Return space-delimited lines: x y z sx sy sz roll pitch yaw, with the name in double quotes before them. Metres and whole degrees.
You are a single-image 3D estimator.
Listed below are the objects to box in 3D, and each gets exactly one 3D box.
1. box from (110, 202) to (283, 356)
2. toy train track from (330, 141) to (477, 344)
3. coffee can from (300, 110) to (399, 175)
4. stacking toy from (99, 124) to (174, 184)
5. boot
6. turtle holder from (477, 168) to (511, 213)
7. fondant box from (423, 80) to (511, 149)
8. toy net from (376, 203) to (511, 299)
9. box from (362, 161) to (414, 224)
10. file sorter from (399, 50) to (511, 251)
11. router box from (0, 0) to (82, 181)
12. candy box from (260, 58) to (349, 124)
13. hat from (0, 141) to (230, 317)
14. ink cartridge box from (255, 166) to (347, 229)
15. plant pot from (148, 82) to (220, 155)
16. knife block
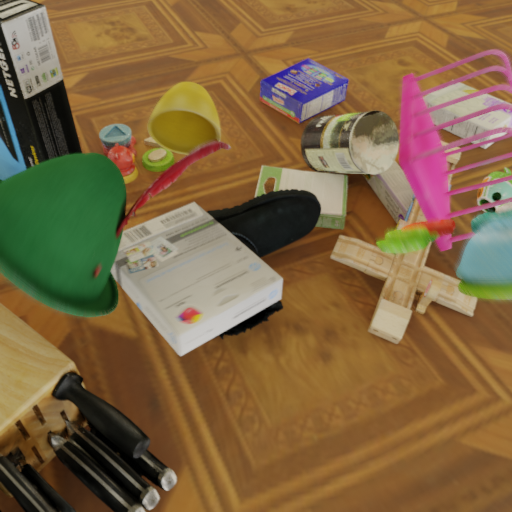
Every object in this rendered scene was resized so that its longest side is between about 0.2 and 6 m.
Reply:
"box" -0.906 0.191 7.477 1.612 0.426 2.068 -27 48 -29
"toy train track" 2.731 -0.522 9.147 2.372 0.673 4.135 23 59 7
"coffee can" 1.719 -2.088 10.451 1.117 1.117 1.526 -28 21 -24
"stacking toy" -2.452 -2.244 11.360 1.389 0.648 1.534 -15 48 -14
"boot" -0.041 0.084 8.875 2.645 0.979 2.167 -12 44 -2
"turtle holder" 4.490 -1.020 10.214 0.704 0.753 0.992 -40 99 -17
"fondant box" 4.676 -3.155 12.342 1.261 0.509 1.748 -34 56 -29
"toy net" 2.608 -0.189 5.826 1.655 0.609 3.154 -5 7 41
"box" 2.498 -1.460 10.701 0.527 0.492 2.544 -13 47 -12
"file sorter" 2.975 -1.555 7.751 1.448 1.604 2.308 -16 37 29
"router box" -4.455 -2.788 9.862 2.645 3.546 0.905 25 50 24
"candy box" 1.097 -3.824 12.920 1.577 0.607 1.333 -32 55 -28
"hat" -1.632 -0.902 6.208 2.254 2.121 2.561 -44 23 8
"ink cartridge box" 0.847 -1.107 10.425 1.663 0.399 1.210 6 46 6
"plant pot" -1.092 -2.267 8.918 1.131 1.131 0.803 4 65 4
"knife block" -2.885 1.683 7.091 3.607 1.315 4.109 -5 46 -6
